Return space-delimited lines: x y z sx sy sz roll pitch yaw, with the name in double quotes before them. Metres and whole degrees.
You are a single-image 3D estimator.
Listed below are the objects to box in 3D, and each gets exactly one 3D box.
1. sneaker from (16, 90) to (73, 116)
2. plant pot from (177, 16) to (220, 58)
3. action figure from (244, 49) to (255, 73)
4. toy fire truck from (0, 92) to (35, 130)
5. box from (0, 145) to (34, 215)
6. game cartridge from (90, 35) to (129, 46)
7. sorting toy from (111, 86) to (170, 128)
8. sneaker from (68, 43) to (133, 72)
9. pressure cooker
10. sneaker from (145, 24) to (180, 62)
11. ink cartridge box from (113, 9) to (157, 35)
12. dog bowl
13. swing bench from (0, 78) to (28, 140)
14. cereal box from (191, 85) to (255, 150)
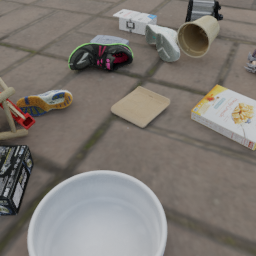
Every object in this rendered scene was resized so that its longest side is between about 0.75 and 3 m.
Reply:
"sneaker" -2.711 -0.856 9.225 1.772 0.667 0.781 -9 21 -8
"plant pot" 2.938 -3.800 11.278 1.461 1.461 1.338 28 55 28
"action figure" 5.621 -2.716 11.089 1.550 0.826 2.382 34 55 25
"toy fire truck" -3.393 -0.526 8.288 1.461 1.031 0.356 44 73 -7
"box" -3.152 1.210 6.689 1.325 0.697 1.618 -1 41 -1
"game cartridge" -0.834 -3.833 12.723 1.618 0.327 1.079 16 47 17
"sorting toy" 0.425 -0.697 9.219 1.409 0.278 1.522 28 53 28
"sneaker" -1.019 -2.745 10.949 2.650 1.017 1.110 -14 39 -14
"pressure cooker" 3.678 -5.374 13.449 1.725 1.541 1.517 7 65 5
"sneaker" 1.714 -3.826 12.167 1.181 1.036 2.947 -9 41 -14
"ink cartridge box" 0.334 -5.372 14.176 1.960 0.654 1.135 21 46 22
"dog bowl" -0.548 2.105 5.453 2.531 0.997 2.531 0 41 0
"swing bench" -4.780 -0.571 7.922 2.728 1.770 2.713 -27 48 -27
"cereal box" 3.240 -0.404 8.557 2.139 0.423 1.539 30 59 31
